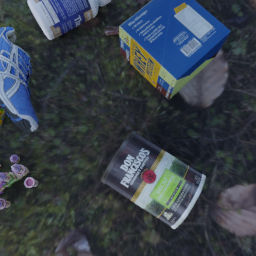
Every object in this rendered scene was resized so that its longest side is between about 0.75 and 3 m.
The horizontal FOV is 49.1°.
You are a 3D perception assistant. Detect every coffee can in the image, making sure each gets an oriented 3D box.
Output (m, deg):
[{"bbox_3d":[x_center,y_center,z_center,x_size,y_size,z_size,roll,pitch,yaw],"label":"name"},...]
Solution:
[{"bbox_3d":[0.667,1.351,7.505,2.243,1.641,1.641,31,77,8],"label":"coffee can"}]

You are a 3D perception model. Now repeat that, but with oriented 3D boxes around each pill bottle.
[{"bbox_3d":[-1.834,-4.030,9.098,2.454,1.362,1.362,-31,77,-8],"label":"pill bottle"}]

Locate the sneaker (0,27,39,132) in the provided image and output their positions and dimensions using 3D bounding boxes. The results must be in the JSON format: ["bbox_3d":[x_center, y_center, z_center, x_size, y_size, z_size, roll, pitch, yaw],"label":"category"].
[{"bbox_3d":[-2.209,-1.010,5.325,0.894,0.879,2.322,-26,81,-21],"label":"sneaker"}]

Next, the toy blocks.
[{"bbox_3d":[-3.453,1.385,7.758,1.269,1.143,1.358,-37,78,-9],"label":"toy blocks"}]

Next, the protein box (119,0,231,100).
[{"bbox_3d":[1.325,-2.612,8.623,2.275,1.546,2.291,-42,79,-10],"label":"protein box"}]

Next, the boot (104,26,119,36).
[{"bbox_3d":[-0.405,-3.145,9.441,0.806,0.259,0.751,-1,62,-4],"label":"boot"}]

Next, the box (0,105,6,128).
[{"bbox_3d":[-4.622,-1.045,8.459,1.723,1.051,1.660,12,75,3],"label":"box"}]
